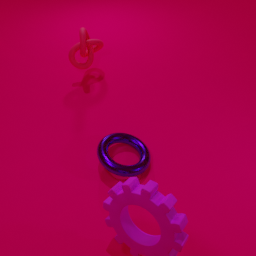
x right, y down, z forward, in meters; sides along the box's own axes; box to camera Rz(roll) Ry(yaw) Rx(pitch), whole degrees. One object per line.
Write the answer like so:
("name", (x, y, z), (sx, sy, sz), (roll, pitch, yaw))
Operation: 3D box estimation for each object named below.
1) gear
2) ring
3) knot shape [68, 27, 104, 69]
("gear", (0.288, 1.735, 5.238), (1.653, 1.653, 0.306), (27, 33, 22))
("ring", (-0.100, 0.658, 7.216), (1.420, 0.284, 1.420), (10, 42, -9))
("knot shape", (-1.403, -2.698, 9.249), (0.607, 1.229, 1.313), (31, 62, 23))
